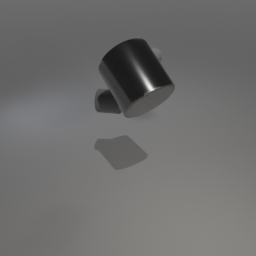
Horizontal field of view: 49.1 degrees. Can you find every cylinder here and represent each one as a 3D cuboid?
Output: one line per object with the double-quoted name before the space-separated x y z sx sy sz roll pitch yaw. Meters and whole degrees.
"cylinder" -0.537 -0.779 8.174 0.700 0.700 0.700 5 32 12
"cylinder" 0.201 -1.186 6.830 1.400 1.400 1.400 -21 74 -31

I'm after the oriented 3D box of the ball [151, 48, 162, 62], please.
"ball" 1.060 -2.950 11.573 0.700 0.700 0.700 0 32 0
